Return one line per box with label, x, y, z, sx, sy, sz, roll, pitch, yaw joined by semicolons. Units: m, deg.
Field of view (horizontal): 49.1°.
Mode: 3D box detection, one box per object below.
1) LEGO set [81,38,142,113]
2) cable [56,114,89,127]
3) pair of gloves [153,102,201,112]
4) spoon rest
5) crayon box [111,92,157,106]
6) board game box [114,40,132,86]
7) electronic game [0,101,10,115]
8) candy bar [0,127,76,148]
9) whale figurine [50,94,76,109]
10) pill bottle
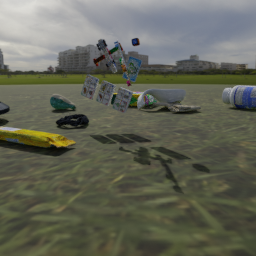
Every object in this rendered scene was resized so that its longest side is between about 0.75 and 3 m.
LEGO set;-0.401;-1.823;8.857;1.694;2.268;0.557;23;14;17
cable;-1.887;-0.246;9.636;1.030;0.321;1.262;-4;13;6
pair of gloves;2.248;-0.973;13.201;1.578;0.325;1.855;-3;13;-33
spoon rest;1.700;-1.542;14.122;2.873;0.871;1.428;-9;-17;-33
crayon box;0.407;-1.673;15.861;1.967;0.664;2.280;6;12;22
board game box;-0.131;-1.690;7.448;0.120;0.927;0.927;-18;-22;2
electronic game;-5.797;-0.534;10.130;2.840;0.591;2.840;-4;13;1
candy bar;-2.588;0.221;7.031;2.799;0.310;0.698;5;8;28
whale figurine;-3.168;-1.142;13.559;1.289;0.669;1.025;23;-11;3
pill bottle;5.813;-1.529;13.906;1.138;1.138;2.030;-10;14;-42
